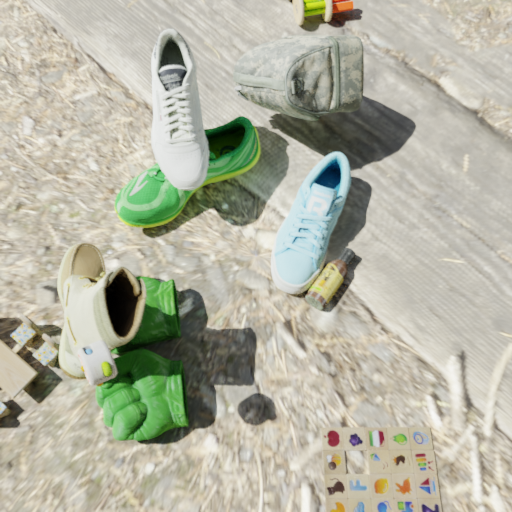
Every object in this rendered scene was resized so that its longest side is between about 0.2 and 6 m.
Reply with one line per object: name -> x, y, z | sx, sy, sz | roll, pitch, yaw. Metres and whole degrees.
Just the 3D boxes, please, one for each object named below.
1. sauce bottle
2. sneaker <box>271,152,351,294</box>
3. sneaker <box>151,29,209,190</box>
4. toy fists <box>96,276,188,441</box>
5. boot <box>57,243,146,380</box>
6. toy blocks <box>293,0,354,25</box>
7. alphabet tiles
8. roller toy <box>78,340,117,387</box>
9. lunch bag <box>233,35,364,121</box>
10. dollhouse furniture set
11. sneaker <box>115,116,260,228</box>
sauce bottle -> 1.384, 0.389, 10.210 | 0.414, 0.414, 1.279 | 31, 65, 15
sneaker -> 1.000, -0.735, 10.345 | 1.068, 1.184, 2.889 | 16, 64, 9
sneaker -> -1.382, -2.471, 9.631 | 1.022, 1.076, 2.674 | -9, 89, -7
toy fists -> -1.972, 1.602, 9.274 | 1.436, 0.969, 2.818 | -8, 64, -4
boot -> -2.299, 0.511, 8.301 | 0.804, 1.725, 2.230 | 14, 54, -34
toy blocks -> 1.817, -6.424, 13.538 | 2.020, 0.734, 1.684 | -13, 63, -6
alphabet tiles -> 1.952, 3.753, 8.655 | 1.795, 0.081, 2.148 | 0, 63, 0
roller toy -> -1.932, 1.298, 6.756 | 0.369, 0.528, 0.482 | -21, 72, -23
lunch bag -> 0.742, -3.404, 10.663 | 1.782, 1.480, 2.124 | -14, 27, -27
dollhouse furniture set -> -4.428, 1.564, 9.184 | 1.749, 1.138, 1.607 | 35, 68, 17
sneaker -> -1.368, -1.753, 10.769 | 3.244, 1.356, 1.202 | -35, 69, -16
